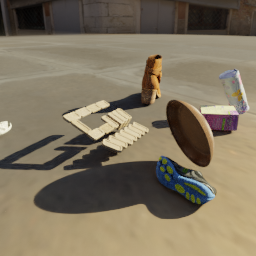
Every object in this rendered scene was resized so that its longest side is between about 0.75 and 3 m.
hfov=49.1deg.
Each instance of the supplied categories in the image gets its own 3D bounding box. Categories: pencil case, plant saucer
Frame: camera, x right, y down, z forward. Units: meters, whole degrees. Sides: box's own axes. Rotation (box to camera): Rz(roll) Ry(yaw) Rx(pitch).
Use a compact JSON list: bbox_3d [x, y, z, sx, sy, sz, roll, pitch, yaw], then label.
[{"bbox_3d":[3.578,-1.194,9.454,0.639,1.538,0.698,-25,21,4],"label":"pencil case"},{"bbox_3d":[1.376,0.074,6.072,0.295,1.611,1.611,-25,29,-13],"label":"plant saucer"}]

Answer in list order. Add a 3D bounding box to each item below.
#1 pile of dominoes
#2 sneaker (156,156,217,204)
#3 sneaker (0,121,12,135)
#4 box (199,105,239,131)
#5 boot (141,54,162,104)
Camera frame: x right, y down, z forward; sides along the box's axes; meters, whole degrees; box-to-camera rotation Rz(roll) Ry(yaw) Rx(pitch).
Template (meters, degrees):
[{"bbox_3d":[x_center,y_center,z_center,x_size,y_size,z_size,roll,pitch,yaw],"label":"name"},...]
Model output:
[{"bbox_3d":[-0.517,0.002,7.443,1.659,0.339,2.129,35,28,12],"label":"pile of dominoes"},{"bbox_3d":[1.105,1.015,5.543,0.591,0.506,1.426,5,19,-44],"label":"sneaker"},{"bbox_3d":[-3.788,-0.028,7.767,0.444,0.514,1.174,9,26,32],"label":"sneaker"},{"bbox_3d":[2.764,-0.329,8.648,1.065,0.515,0.937,2,20,10],"label":"box"},{"bbox_3d":[0.957,-2.061,11.167,0.866,1.754,2.259,12,22,13],"label":"boot"}]
